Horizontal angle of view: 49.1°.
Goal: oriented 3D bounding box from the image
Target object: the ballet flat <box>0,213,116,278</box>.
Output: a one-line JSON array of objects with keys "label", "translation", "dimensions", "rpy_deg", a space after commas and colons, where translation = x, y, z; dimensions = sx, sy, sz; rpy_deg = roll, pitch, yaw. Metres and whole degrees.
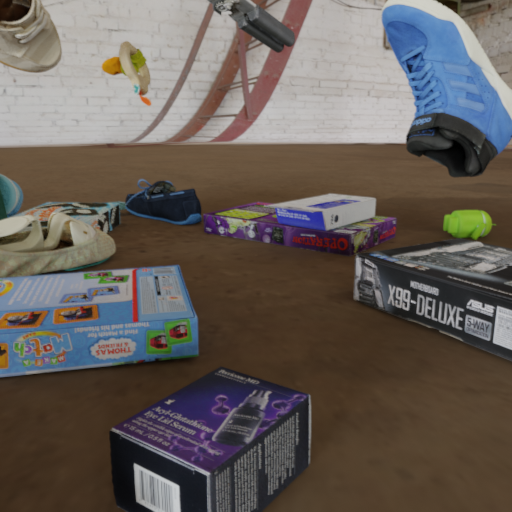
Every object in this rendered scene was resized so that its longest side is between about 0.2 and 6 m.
[{"label": "ballet flat", "translation": [-2.998, -0.191, 8.054], "dimensions": [0.926, 0.856, 2.744], "rpy_deg": [24, 23, 22]}]

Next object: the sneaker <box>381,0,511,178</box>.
[{"label": "sneaker", "translation": [2.300, -2.079, 7.248], "dimensions": [1.376, 2.473, 0.949], "rpy_deg": [-51, 17, -13]}]

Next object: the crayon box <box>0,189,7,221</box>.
[{"label": "crayon box", "translation": [-4.462, -0.596, 7.902], "dimensions": [0.660, 1.347, 2.267], "rpy_deg": [2, 28, 6]}]

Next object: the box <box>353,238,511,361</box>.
[{"label": "box", "translation": [2.685, 0.397, 6.321], "dimensions": [1.992, 0.628, 2.526], "rpy_deg": [-8, 16, -31]}]

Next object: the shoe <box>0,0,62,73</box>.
[{"label": "shoe", "translation": [-2.799, -2.661, 5.876], "dimensions": [0.639, 0.837, 2.394], "rpy_deg": [26, -6, 23]}]

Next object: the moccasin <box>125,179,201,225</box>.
[{"label": "moccasin", "translation": [-2.027, -1.283, 12.541], "dimensions": [2.509, 0.856, 1.010], "rpy_deg": [12, 19, 40]}]

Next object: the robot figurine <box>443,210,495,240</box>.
[{"label": "robot figurine", "translation": [4.012, -0.601, 10.558], "dimensions": [0.894, 0.517, 0.785], "rpy_deg": [-2, 14, -6]}]

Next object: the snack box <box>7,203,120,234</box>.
[{"label": "snack box", "translation": [-3.661, -0.577, 10.485], "dimensions": [1.555, 0.497, 2.677], "rpy_deg": [0, 14, 1]}]

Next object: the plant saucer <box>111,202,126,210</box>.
[{"label": "plant saucer", "translation": [-3.826, -1.136, 13.437], "dimensions": [0.586, 0.159, 1.678], "rpy_deg": [13, 18, 41]}]

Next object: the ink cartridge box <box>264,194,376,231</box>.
[{"label": "ink cartridge box", "translation": [1.155, -0.774, 9.845], "dimensions": [1.035, 0.408, 2.082], "rpy_deg": [12, 17, 39]}]

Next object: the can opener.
[{"label": "can opener", "translation": [-0.074, -4.440, 10.157], "dimensions": [0.543, 0.681, 2.037], "rpy_deg": [-15, -18, 39]}]

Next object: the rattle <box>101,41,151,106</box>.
[{"label": "rattle", "translation": [-1.828, -2.411, 7.750], "dimensions": [0.698, 0.977, 0.636], "rpy_deg": [-12, -15, 3]}]

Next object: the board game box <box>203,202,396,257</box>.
[{"label": "board game box", "translation": [0.802, -0.581, 10.682], "dimensions": [3.184, 0.514, 1.911], "rpy_deg": [10, 22, 35]}]

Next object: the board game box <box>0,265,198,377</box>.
[{"label": "board game box", "translation": [-1.988, 0.611, 5.824], "dimensions": [2.555, 0.467, 1.932], "rpy_deg": [-3, 14, -12]}]

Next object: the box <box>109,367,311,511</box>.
[{"label": "box", "translation": [-0.240, 1.180, 3.437], "dimensions": [0.768, 0.541, 1.038], "rpy_deg": [9, 17, 33]}]

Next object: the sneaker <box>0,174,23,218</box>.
[{"label": "sneaker", "translation": [-5.290, -0.719, 9.928], "dimensions": [2.462, 0.979, 1.608], "rpy_deg": [-18, 8, -7]}]
